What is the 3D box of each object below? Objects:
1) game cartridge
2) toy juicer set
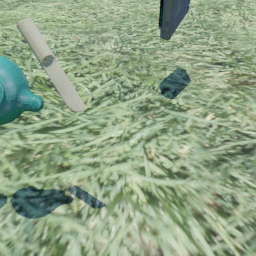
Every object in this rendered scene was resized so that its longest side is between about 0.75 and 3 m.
[{"bbox_3d":[1.453,-4.089,8.112,0.516,2.689,1.743,28,65,17],"label":"game cartridge"},{"bbox_3d":[-2.070,-0.837,4.088,2.641,1.680,0.719,-11,12,-8],"label":"toy juicer set"}]
